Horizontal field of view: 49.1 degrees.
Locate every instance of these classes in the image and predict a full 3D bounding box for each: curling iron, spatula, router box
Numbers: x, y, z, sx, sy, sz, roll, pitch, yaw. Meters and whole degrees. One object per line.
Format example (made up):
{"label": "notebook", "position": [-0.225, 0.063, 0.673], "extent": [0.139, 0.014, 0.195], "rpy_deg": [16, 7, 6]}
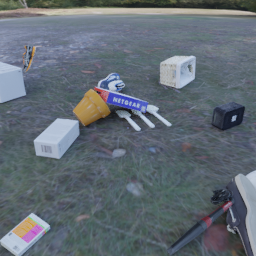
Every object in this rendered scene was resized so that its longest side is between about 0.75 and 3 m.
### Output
{"label": "curling iron", "position": [1.794, 2.294, 6.872], "extent": [2.270, 0.290, 0.563], "rpy_deg": [-38, 31, -22]}
{"label": "spatula", "position": [0.690, -0.518, 12.346], "extent": [1.906, 0.220, 2.742], "rpy_deg": [-7, 21, -16]}
{"label": "router box", "position": [-0.378, -1.291, 12.613], "extent": [1.991, 0.486, 1.787], "rpy_deg": [12, 8, -28]}

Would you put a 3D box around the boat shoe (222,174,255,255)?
{"label": "boat shoe", "position": [2.913, 2.343, 6.986], "extent": [0.943, 0.814, 2.595], "rpy_deg": [34, 35, -18]}

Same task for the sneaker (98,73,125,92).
{"label": "sneaker", "position": [-0.621, -2.475, 15.601], "extent": [1.382, 0.761, 1.888], "rpy_deg": [15, 34, 30]}

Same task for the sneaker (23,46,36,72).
{"label": "sneaker", "position": [-4.182, -2.887, 11.650], "extent": [0.442, 1.146, 0.448], "rpy_deg": [17, 16, -21]}

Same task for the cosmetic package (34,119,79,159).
{"label": "cosmetic package", "position": [-2.617, 0.350, 10.524], "extent": [0.936, 0.657, 1.845], "rpy_deg": [7, 29, 13]}

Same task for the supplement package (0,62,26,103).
{"label": "supplement package", "position": [-6.985, -2.556, 14.934], "extent": [2.744, 1.561, 1.503], "rpy_deg": [19, 33, 32]}

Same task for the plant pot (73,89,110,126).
{"label": "plant pot", "position": [-1.633, -0.774, 11.946], "extent": [1.205, 1.316, 1.316], "rpy_deg": [-40, 41, -11]}

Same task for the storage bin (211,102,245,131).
{"label": "storage bin", "position": [4.255, -0.513, 11.894], "extent": [1.302, 0.880, 0.611], "rpy_deg": [-16, 32, -27]}

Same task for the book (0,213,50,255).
{"label": "book", "position": [-2.494, 2.603, 6.846], "extent": [0.651, 0.234, 0.975], "rpy_deg": [19, 35, 28]}

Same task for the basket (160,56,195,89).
{"label": "basket", "position": [2.957, -3.394, 16.659], "extent": [1.347, 1.480, 2.184], "rpy_deg": [15, 32, 33]}

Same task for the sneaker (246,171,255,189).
{"label": "sneaker", "position": [4.471, 1.713, 7.759], "extent": [2.417, 0.880, 1.023], "rpy_deg": [2, 25, 1]}
